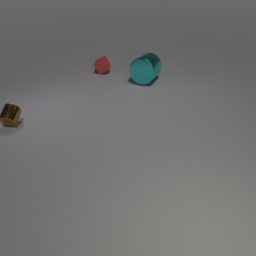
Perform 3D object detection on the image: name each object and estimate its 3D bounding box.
[{"bbox_3d":[-4.765,-0.524,11.313,0.700,0.700,0.700,6,61,9],"label":"cylinder"},{"bbox_3d":[-1.500,-3.670,16.324,0.700,0.700,0.700,-22,31,19],"label":"cube"},{"bbox_3d":[0.964,-3.223,15.105,1.400,1.400,1.400,12,30,19],"label":"cylinder"}]
